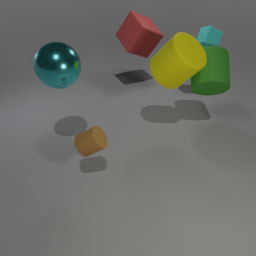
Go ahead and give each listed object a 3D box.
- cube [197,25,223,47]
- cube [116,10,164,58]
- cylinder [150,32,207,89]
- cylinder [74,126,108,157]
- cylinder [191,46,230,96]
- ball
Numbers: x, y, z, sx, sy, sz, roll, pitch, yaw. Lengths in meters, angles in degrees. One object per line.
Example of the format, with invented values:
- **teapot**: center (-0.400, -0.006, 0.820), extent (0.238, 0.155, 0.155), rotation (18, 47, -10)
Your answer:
- **cube**: center (3.366, -3.733, 11.610), extent (0.700, 0.700, 0.700), rotation (17, 5, -21)
- **cube**: center (0.540, -4.428, 13.352), extent (1.400, 1.400, 1.400), rotation (3, 48, -43)
- **cylinder**: center (1.685, -2.263, 9.566), extent (1.400, 1.400, 1.400), rotation (14, 60, -27)
- **cylinder**: center (-1.062, 0.387, 8.058), extent (0.700, 0.700, 0.700), rotation (-25, 27, 21)
- **cylinder**: center (3.077, -2.111, 10.519), extent (1.400, 1.400, 1.400), rotation (2, 75, 3)
- **ball**: center (-2.124, -1.886, 8.491), extent (1.400, 1.400, 1.400), rotation (0, 33, 0)
